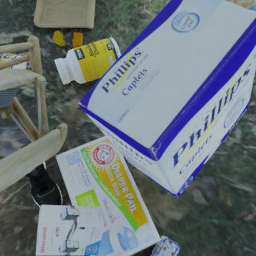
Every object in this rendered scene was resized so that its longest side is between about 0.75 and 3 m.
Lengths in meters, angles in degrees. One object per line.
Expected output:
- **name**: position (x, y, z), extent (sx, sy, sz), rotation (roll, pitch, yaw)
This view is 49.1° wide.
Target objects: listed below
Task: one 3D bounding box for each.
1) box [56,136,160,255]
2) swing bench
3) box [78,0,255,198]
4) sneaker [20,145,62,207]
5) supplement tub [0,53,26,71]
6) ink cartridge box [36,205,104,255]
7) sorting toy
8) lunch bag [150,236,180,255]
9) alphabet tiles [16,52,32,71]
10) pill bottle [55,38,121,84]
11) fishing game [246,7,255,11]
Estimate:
- **box**: position (-0.517, 1.755, 6.813), extent (1.533, 1.381, 2.725), rotation (-23, 68, -10)
- **swing bench**: position (-2.741, 0.003, 5.227), extent (1.820, 2.805, 2.790), rotation (-8, 17, 28)
- **box**: position (0.946, -0.392, 5.077), extent (1.470, 2.801, 2.576), rotation (35, 80, 29)
- **sneaker**: position (-2.383, 1.312, 7.316), extent (0.727, 0.840, 1.919), rotation (-29, 69, -12)
- **supplement tub**: position (-3.820, -2.024, 8.865), extent (0.947, 0.684, 0.684), rotation (13, 66, 5)
- **ink cartridge box**: position (-1.086, 1.914, 5.224), extent (1.149, 0.842, 0.494), rotation (5, 27, -14)
- **sorting toy**: position (-2.242, -3.948, 10.002), extent (2.049, 0.368, 2.750), rotation (2, 66, -4)
- **lunch bag**: position (0.907, 3.035, 6.753), extent (0.610, 0.288, 0.761), rotation (43, 71, -16)
- **alphabet tiles**: position (-3.675, -1.925, 9.224), extent (1.028, 0.046, 1.230), rotation (-14, 67, -7)
- **pill bottle**: position (-1.218, -2.023, 8.701), extent (1.926, 1.079, 1.079), rotation (-20, 67, -9)
- **fishing game**: position (4.876, -3.824, 9.917), extent (1.661, 0.361, 2.320), rotation (35, 68, 15)
